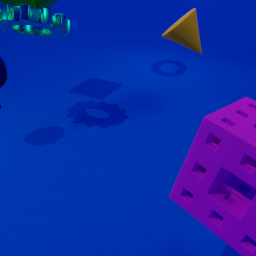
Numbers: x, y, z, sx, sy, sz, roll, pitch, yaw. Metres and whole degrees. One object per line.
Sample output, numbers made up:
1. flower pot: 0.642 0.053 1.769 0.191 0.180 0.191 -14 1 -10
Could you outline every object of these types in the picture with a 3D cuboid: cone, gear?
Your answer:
1. cone: 1.337 -1.926 6.025 0.859 0.863 0.859 -39 14 11
2. gear: -2.217 -2.413 6.494 1.688 0.312 1.688 3 5 0

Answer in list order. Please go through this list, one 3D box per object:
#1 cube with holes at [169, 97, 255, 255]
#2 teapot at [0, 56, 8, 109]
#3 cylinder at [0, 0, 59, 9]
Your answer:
1. cube with holes: 1.366 0.490 3.102 1.114 1.114 1.114 35 36 29
2. teapot: -3.047 -1.144 6.081 0.952 1.531 0.750 -28 45 -34
3. cylinder: -2.618 -3.702 7.556 1.242 1.242 1.242 15 55 21
